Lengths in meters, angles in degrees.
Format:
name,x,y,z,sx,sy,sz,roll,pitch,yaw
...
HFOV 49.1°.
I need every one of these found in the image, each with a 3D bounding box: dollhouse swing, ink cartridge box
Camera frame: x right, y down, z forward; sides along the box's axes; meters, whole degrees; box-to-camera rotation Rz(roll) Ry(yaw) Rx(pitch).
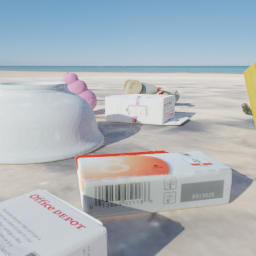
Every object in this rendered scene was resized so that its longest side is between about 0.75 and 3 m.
name,x,y,z,sx,sy,sz,roll,pitch,yaw
dollhouse swing,4.240,-1.000,5.191,2.939,2.583,2.671,4,56,1
ink cartridge box,0.146,0.494,4.097,1.764,0.545,2.175,-3,15,-13
ink cartridge box,-0.914,0.965,1.837,0.956,0.552,1.314,12,17,43
ink cartridge box,0.615,-0.611,8.544,2.300,0.776,1.339,5,13,23

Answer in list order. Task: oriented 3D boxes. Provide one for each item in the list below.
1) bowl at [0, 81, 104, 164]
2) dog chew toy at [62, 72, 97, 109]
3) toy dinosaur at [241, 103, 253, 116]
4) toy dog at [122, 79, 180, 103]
name,x,y,z,sx,sy,sz,roll,pitch,yaw
bowl,-1.955,-0.305,5.949,2.914,1.309,2.914,1,12,0
dog chew toy,-1.702,-1.194,9.457,0.926,1.487,0.926,-31,12,7
toy dinosaur,4.509,-0.529,8.995,0.856,0.461,1.943,-17,16,-10
toy dog,0.811,-1.204,11.317,2.388,1.150,1.575,16,8,10
